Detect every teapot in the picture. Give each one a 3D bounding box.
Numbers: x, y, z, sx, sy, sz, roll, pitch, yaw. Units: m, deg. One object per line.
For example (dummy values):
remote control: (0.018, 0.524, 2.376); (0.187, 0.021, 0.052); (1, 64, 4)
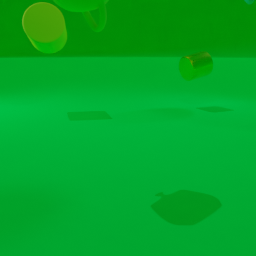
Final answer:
teapot: (-0.736, -2.056, 3.715); (0.791, 1.615, 1.004); (-14, 20, 49)

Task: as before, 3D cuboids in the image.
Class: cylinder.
cylinder: (2.488, -2.277, 10.305); (0.902, 0.902, 0.902); (-20, 22, -20)
cylinder: (-2.678, -3.231, 9.187); (1.265, 1.265, 1.265); (-2, 0, -9)

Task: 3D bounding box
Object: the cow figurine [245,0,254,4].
cow figurine: (3.581, -3.813, 7.537); (0.951, 0.530, 0.966); (-18, -20, -43)
